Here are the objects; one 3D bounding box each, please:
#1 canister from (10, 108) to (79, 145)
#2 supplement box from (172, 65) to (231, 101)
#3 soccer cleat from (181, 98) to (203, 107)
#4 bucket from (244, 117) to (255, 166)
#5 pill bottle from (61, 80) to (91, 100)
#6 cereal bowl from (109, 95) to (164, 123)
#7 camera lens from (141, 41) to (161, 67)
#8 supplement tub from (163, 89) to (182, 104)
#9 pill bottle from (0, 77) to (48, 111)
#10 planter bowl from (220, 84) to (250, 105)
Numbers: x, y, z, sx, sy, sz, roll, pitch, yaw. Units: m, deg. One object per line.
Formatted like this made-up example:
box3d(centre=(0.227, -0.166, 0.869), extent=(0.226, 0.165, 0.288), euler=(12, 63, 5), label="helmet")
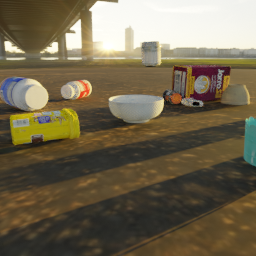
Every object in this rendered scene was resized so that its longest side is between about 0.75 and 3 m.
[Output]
box3d(centre=(-2.326, -0.055, 7.759), extent=(1.691, 0.732, 1.256), euler=(-7, 17, -21), label="canister")
box3d(centre=(3.668, -2.290, 14.215), extent=(2.643, 1.730, 1.364), euler=(-7, 18, -23), label="supplement box")
box3d(centre=(2.845, -1.141, 12.566), extent=(1.049, 0.360, 0.447), euler=(14, 16, 29), label="soccer cleat")
box3d(centre=(3.179, 0.309, 6.050), extent=(1.376, 0.895, 1.376), euler=(0, 16, 0), label="bucket")
box3d(centre=(-2.703, -1.984, 14.608), extent=(0.923, 0.923, 1.644), euler=(7, 17, 25), label="pill bottle")
box3d(centre=(0.280, -0.659, 9.851), extent=(1.924, 0.801, 1.924), euler=(1, 15, 0), label="cereal bowl")
box3d(centre=(0.977, -3.132, 11.874), extent=(0.813, 1.016, 0.813), euler=(-3, 21, 1), label="camera lens")
box3d(centre=(2.089, -1.466, 13.229), extent=(0.626, 0.626, 1.022), euler=(-4, 16, -15), label="supplement tub")
box3d(centre=(-4.344, -1.431, 11.735), extent=(1.323, 1.323, 2.362), euler=(-14, 21, -42), label="pill bottle")
box3d(centre=(5.139, -1.641, 13.384), extent=(1.325, 0.892, 1.325), euler=(-1, 14, 0), label="planter bowl")
